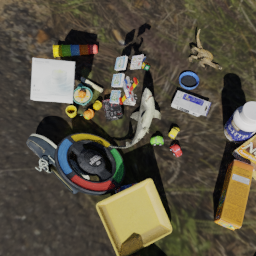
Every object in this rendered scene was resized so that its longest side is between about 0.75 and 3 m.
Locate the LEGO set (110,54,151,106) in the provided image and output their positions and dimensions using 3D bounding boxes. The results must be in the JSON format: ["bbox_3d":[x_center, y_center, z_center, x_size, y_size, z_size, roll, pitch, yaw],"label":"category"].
[{"bbox_3d":[-0.106,-1.590,9.069,0.547,2.227,1.664,10,93,-31],"label":"LEGO set"}]

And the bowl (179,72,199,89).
[{"bbox_3d":[2.672,-2.069,12.294,0.865,0.170,0.865,0,64,0],"label":"bowl"}]

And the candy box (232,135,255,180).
[{"bbox_3d":[4.988,1.308,10.440,1.097,0.526,1.900,-32,68,-15],"label":"candy box"}]

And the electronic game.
[{"bbox_3d":[-1.295,1.200,9.901,2.616,0.544,2.616,20,40,-17],"label":"electronic game"}]

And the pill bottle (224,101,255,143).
[{"bbox_3d":[4.376,-0.220,10.504,1.049,1.753,1.049,0,64,0],"label":"pill bottle"}]

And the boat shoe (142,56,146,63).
[{"bbox_3d":[0.472,-3.062,12.716,0.795,0.287,0.288,-40,69,-18],"label":"boat shoe"}]

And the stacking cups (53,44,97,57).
[{"bbox_3d":[-2.402,-3.577,12.876,1.977,0.598,0.598,-4,64,-7],"label":"stacking cups"}]

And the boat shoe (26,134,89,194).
[{"bbox_3d":[-2.723,1.298,10.200,2.826,1.058,0.874,38,57,7],"label":"boat shoe"}]

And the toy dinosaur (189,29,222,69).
[{"bbox_3d":[3.360,-3.401,12.817,1.144,0.659,2.263,-18,72,-26],"label":"toy dinosaur"}]

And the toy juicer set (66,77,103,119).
[{"bbox_3d":[-1.676,-1.301,11.700,1.319,0.564,2.073,12,64,6],"label":"toy juicer set"}]

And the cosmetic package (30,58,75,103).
[{"bbox_3d":[-2.614,-1.644,9.877,1.424,0.878,1.428,3,92,-11],"label":"cosmetic package"}]

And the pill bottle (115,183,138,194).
[{"bbox_3d":[0.154,2.307,9.888,1.166,0.655,0.655,-11,64,-5],"label":"pill bottle"}]

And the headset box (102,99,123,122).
[{"bbox_3d":[-0.637,-0.808,11.569,0.713,0.360,0.960,-12,65,-6],"label":"headset box"}]

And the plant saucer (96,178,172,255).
[{"bbox_3d":[0.193,2.935,9.330,2.030,0.492,2.029,-23,96,-11],"label":"plant saucer"}]

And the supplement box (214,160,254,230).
[{"bbox_3d":[3.729,2.320,9.824,0.782,0.756,2.272,18,65,9],"label":"supplement box"}]

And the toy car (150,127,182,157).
[{"bbox_3d":[1.491,0.491,10.975,1.215,0.288,1.292,0,64,0],"label":"toy car"}]

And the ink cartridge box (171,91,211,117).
[{"bbox_3d":[2.635,-0.975,11.696,1.501,0.294,0.746,23,66,12],"label":"ink cartridge box"}]

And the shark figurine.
[{"bbox_3d":[0.347,-0.173,11.128,1.078,1.543,2.582,20,81,37],"label":"shark figurine"}]
